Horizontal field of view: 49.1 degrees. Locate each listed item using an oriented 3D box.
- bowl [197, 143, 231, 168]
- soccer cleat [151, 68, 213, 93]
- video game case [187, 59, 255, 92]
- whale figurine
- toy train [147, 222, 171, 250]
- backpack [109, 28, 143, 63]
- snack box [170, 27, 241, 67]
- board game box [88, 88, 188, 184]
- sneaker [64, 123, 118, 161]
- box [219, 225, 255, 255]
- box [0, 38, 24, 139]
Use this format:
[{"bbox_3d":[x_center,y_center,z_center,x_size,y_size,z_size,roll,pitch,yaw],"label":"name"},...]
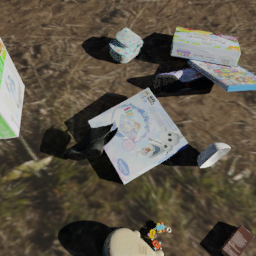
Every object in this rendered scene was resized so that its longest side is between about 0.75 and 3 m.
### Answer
[{"bbox_3d":[3.053,0.936,10.165,1.147,1.148,0.429,2,44,-50],"label":"bowl"},{"bbox_3d":[2.342,-2.173,12.350,2.693,0.918,0.985,-3,44,-2],"label":"soccer cleat"},{"bbox_3d":[4.119,-2.306,11.741,2.089,0.260,2.918,-6,34,-20],"label":"video game case"},{"bbox_3d":[0.141,4.027,8.800,1.997,1.036,1.589,23,33,-11],"label":"whale figurine"},{"bbox_3d":[1.024,3.603,9.373,0.642,0.238,0.854,37,70,17],"label":"toy train"},{"bbox_3d":[-0.141,-3.824,13.079,1.292,1.126,1.470,40,73,14],"label":"backpack"},{"bbox_3d":[3.502,-3.765,12.832,2.909,0.771,2.069,12,39,7],"label":"snack box"},{"bbox_3d":[0.331,0.237,10.790,2.793,0.609,2.807,-29,68,-8],"label":"board game box"},{"bbox_3d":[-1.373,0.505,10.227,2.126,0.639,1.109,-13,48,34],"label":"sneaker"},{"bbox_3d":[3.549,3.785,9.165,1.095,0.410,0.548,-40,68,-18],"label":"box"},{"bbox_3d":[-5.193,-1.399,10.616,1.433,2.963,2.614,-4,60,-3],"label":"box"}]
